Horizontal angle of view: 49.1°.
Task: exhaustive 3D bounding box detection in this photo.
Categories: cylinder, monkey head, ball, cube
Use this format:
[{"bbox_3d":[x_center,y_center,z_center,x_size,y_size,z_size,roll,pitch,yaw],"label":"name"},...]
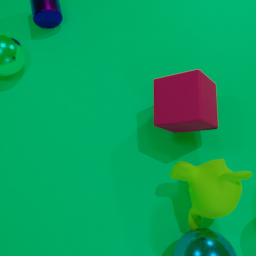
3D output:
[{"bbox_3d":[-2.412,-3.540,8.238,0.849,0.849,0.849,-12,76,-4],"label":"cylinder"},{"bbox_3d":[1.690,1.319,6.138,1.422,1.976,1.191,17,32,-23],"label":"monkey head"},{"bbox_3d":[1.585,2.761,5.794,1.310,1.310,1.310,0,70,0],"label":"ball"},{"bbox_3d":[1.393,-0.574,6.742,1.170,1.170,1.170,-7,77,34],"label":"cube"},{"bbox_3d":[-3.379,-1.973,7.570,1.137,1.137,1.137,0,70,0],"label":"ball"}]
